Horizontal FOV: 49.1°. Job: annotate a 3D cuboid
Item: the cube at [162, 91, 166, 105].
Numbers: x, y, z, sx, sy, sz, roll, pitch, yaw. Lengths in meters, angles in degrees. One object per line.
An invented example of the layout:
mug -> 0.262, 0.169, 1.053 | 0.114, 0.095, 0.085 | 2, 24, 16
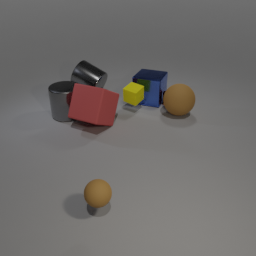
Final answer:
cube -> 2.135, -1.388, 13.499 | 0.700, 0.700, 0.700 | -11, 31, -19

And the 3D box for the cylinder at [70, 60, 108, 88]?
cylinder -> -1.987, -2.537, 14.390 | 1.400, 1.400, 1.400 | 31, 36, 6

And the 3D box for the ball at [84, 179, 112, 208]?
ball -> -0.750, 1.625, 6.977 | 0.700, 0.700, 0.700 | 0, 30, 0

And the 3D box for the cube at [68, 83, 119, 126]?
cube -> -1.382, -0.930, 11.484 | 1.400, 1.400, 1.400 | 14, 4, 24

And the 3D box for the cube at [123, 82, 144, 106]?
cube -> 0.252, -1.549, 12.689 | 0.700, 0.700, 0.700 | 24, 47, 26

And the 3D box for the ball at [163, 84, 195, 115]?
ball -> 2.262, -1.254, 12.372 | 1.400, 1.400, 1.400 | 0, 30, 0

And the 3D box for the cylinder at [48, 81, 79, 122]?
cylinder -> -2.745, -1.196, 12.422 | 1.400, 1.400, 1.400 | 0, 31, 0

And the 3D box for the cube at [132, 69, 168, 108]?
cube -> 1.086, -1.998, 13.855 | 1.400, 1.400, 1.400 | 11, 31, 18
